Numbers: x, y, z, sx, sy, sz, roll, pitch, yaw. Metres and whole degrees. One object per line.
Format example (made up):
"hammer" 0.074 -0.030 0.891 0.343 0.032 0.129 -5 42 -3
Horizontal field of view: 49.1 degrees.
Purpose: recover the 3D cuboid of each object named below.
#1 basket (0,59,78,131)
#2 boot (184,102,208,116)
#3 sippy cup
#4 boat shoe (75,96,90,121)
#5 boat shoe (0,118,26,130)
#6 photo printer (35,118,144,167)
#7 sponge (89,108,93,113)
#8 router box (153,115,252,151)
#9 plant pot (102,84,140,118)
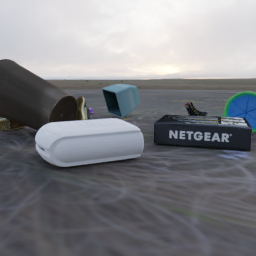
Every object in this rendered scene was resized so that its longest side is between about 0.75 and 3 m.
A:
"basket" -3.214 -0.890 9.603 2.634 2.375 1.791 23 49 21
"boot" 2.866 -0.752 11.903 0.356 0.744 0.985 -39 16 -30
"sippy cup" 4.236 -0.516 10.308 1.915 1.504 1.403 16 2 13
"boat shoe" -1.810 -0.533 10.883 0.708 0.626 1.933 -34 35 18
"boat shoe" -4.417 -0.150 10.624 0.376 0.440 1.199 5 11 43
"photo printer" -1.057 0.299 6.951 2.347 0.815 1.952 -5 12 -23
"sponge" -2.982 -0.945 15.591 1.872 0.279 1.044 -5 11 -24
"router box" 2.281 0.060 8.672 2.693 0.688 2.009 3 10 17
"plant pot" -0.241 -1.533 14.205 1.435 1.409 1.405 -28 29 -25
